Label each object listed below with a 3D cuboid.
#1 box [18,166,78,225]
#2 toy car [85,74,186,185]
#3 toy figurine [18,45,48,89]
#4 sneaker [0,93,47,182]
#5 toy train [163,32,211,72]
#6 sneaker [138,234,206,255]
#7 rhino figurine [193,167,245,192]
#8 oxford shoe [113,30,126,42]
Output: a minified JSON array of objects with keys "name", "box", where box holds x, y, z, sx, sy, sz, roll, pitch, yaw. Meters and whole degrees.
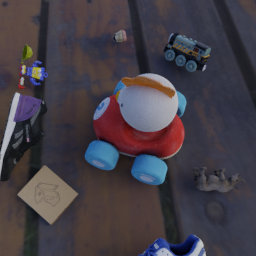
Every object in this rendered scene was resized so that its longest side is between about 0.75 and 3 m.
[{"name":"box","box":[-2.114,1.758,7.407,1.252,0.133,1.024,36,71,14]},{"name":"toy car","box":[0.242,-0.491,7.073,2.586,2.924,2.695,16,62,12]},{"name":"toy figurine","box":[-3.045,-1.891,9.127,0.842,0.741,1.405,8,88,-27]},{"name":"sneaker","box":[-2.793,0.347,7.477,1.050,0.908,2.399,14,97,-21]},{"name":"toy train","box":[1.947,-2.509,9.274,1.602,0.913,0.683,34,34,22]},{"name":"sneaker","box":[0.518,2.965,6.178,2.490,0.937,1.097,-6,96,-13]},{"name":"rhino figurine","box":[2.428,1.399,7.461,1.388,0.415,0.607,5,75,-1]},{"name":"oxford shoe","box":[-0.322,-3.160,9.646,0.420,1.137,0.402,-11,104,-4]}]
